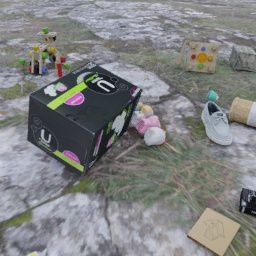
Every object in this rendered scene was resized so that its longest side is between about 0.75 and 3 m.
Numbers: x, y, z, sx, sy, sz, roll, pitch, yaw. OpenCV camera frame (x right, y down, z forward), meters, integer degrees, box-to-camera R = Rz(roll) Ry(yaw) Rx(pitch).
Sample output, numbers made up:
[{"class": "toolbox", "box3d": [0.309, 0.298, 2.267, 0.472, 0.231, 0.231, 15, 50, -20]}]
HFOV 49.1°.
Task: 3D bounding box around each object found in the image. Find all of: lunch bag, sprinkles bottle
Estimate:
[{"class": "lunch bag", "box3d": [6.476, -3.696, 14.846, 1.805, 1.061, 1.480, 9, 34, 4]}, {"class": "sprinkles bottle", "box3d": [4.988, -0.347, 9.836, 2.639, 0.901, 0.901, 18, 37, 27]}]

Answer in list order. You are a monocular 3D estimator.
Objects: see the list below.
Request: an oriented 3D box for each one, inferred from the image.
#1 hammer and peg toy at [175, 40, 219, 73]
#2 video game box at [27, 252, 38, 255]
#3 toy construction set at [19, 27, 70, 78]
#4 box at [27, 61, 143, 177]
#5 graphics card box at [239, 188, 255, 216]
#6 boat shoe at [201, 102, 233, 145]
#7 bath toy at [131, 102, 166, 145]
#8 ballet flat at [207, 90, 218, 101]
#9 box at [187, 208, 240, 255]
[{"class": "hammer and peg toy", "box3d": [3.495, -3.690, 14.403, 2.081, 1.531, 0.734, 10, 15, 14]}, {"class": "video game box", "box3d": [-2.312, 3.455, 4.315, 2.244, 0.576, 2.463, -15, 36, -18]}, {"class": "toy construction set", "box3d": [-4.052, -3.879, 14.194, 2.221, 2.046, 2.663, -27, 42, -34]}, {"class": "box", "box3d": [-1.277, -0.425, 8.660, 2.174, 1.819, 2.927, 30, 40, 12]}, {"class": "graphics card box", "box3d": [3.341, 1.916, 6.943, 1.056, 0.269, 0.663, 13, 36, 16]}, {"class": "boat shoe", "box3d": [3.079, -0.245, 9.798, 0.742, 0.757, 2.127, -2, 33, -3]}, {"class": "bath toy", "box3d": [0.715, -0.124, 9.675, 0.780, 0.918, 2.112, 24, 20, -33]}, {"class": "ballet flat", "box3d": [2.695, -0.999, 8.909, 0.340, 0.325, 0.966, 26, 17, 10]}, {"class": "box", "box3d": [1.962, 2.359, 6.415, 0.839, 0.109, 1.027, 24, 41, 32]}]
